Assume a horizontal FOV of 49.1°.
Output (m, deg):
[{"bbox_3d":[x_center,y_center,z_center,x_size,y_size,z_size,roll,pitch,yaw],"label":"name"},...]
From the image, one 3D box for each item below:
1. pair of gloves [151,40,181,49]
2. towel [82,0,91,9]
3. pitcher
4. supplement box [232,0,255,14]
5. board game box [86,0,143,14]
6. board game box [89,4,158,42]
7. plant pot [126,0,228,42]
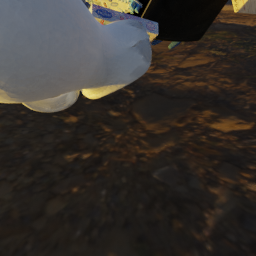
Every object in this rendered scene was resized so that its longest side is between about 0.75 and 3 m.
[{"bbox_3d":[1.173,-3.621,8.243,1.992,2.478,0.282,-13,23,31],"label":"pair of gloves"},{"bbox_3d":[-1.696,-4.415,7.940,0.317,1.954,2.660,-31,83,-35],"label":"towel"},{"bbox_3d":[-1.336,-0.932,3.731,2.731,2.343,1.656,3,57,-52],"label":"pitcher"},{"bbox_3d":[3.128,-2.808,5.431,1.168,0.681,1.854,-47,44,-10],"label":"supplement box"},{"bbox_3d":[-0.623,-2.894,6.134,1.440,0.186,1.440,26,-6,-36],"label":"board game box"},{"bbox_3d":[-0.291,-1.782,5.470,1.298,0.268,1.302,7,-13,-25],"label":"board game box"},{"bbox_3d":[1.142,-3.366,6.672,1.971,2.221,2.216,10,41,-29],"label":"plant pot"}]
